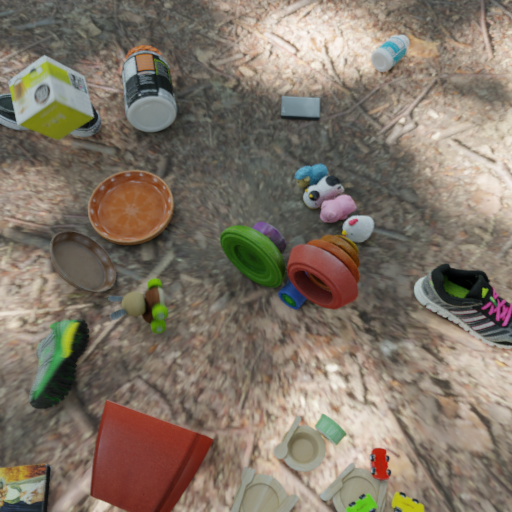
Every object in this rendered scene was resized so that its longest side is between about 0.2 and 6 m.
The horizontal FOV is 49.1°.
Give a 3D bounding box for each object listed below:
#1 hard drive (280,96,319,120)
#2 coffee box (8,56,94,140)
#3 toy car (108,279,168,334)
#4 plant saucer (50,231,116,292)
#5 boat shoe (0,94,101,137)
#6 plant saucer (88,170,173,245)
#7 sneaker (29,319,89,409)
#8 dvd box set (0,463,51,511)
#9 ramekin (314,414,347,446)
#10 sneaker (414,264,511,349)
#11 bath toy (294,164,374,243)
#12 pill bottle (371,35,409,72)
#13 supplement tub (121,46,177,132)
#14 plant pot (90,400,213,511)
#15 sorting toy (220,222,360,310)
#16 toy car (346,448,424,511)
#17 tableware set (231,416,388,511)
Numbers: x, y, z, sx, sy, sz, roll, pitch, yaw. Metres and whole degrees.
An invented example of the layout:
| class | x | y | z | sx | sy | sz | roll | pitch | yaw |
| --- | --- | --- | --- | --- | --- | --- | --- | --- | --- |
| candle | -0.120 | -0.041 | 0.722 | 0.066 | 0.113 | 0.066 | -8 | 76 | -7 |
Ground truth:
| class | x | y | z | sx | sy | sz | roll | pitch | yaw |
| --- | --- | --- | --- | --- | --- | --- | --- | --- | --- |
| hard drive | 1.112 | -3.728 | 14.148 | 0.971 | 0.160 | 0.678 | 3 | 58 | 2 |
| coffee box | -4.521 | -3.448 | 12.392 | 1.167 | 1.169 | 1.156 | -24 | 73 | 23 |
| toy car | -2.284 | 0.985 | 10.725 | 1.031 | 0.814 | 0.847 | -3 | 46 | -20 |
| plant saucer | -3.501 | 0.160 | 11.224 | 0.257 | 1.493 | 1.493 | -41 | 58 | 24 |
| boat shoe | -5.212 | -3.588 | 13.551 | 2.809 | 0.959 | 1.037 | 15 | 66 | 8 |
| plant saucer | -2.742 | -1.051 | 12.347 | 1.850 | 0.299 | 1.850 | 0 | 63 | 0 |
| sneaker | -3.719 | 1.986 | 10.314 | 0.765 | 0.701 | 1.797 | -2 | 46 | 16 |
| dvd box set | -4.402 | 4.211 | 9.163 | 1.901 | 0.280 | 1.391 | -4 | 57 | -3 |
| ramekin | 1.280 | 3.035 | 9.750 | 0.557 | 0.557 | 0.272 | 37 | 73 | 21 |
| sneaker | 4.317 | 0.916 | 10.721 | 2.503 | 1.095 | 0.923 | 28 | 62 | 16 |
| bath toy | 1.675 | -1.116 | 12.187 | 0.905 | 0.769 | 2.082 | -44 | 62 | 14 |
| pill bottle | 3.611 | -5.442 | 14.939 | 0.625 | 0.625 | 1.128 | 37 | 64 | 21 |
| supplement tub | -2.658 | -4.147 | 13.779 | 1.223 | 1.223 | 1.995 | -9 | 59 | -5 |
| plant pot | -1.757 | 3.345 | 9.050 | 1.603 | 1.601 | 1.412 | 16 | 71 | 10 |
| sorting toy | 0.830 | 0.024 | 10.887 | 3.039 | 1.826 | 1.247 | 22 | 59 | 34 |
| toy car | 1.967 | 3.986 | 9.247 | 1.194 | 0.283 | 1.269 | -25 | 64 | -20 |
| tableware set | 0.898 | 4.015 | 9.292 | 2.369 | 0.275 | 1.979 | 31 | 63 | 18 |
